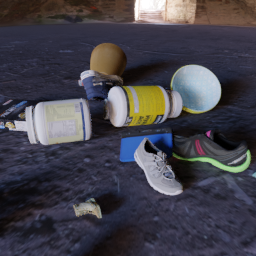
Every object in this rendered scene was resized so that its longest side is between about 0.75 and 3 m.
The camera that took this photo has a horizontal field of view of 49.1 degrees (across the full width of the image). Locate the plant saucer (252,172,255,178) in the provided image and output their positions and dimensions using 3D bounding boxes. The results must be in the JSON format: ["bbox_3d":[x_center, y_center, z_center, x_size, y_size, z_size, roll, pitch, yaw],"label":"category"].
[{"bbox_3d":[4.597,1.300,8.681,1.615,0.153,0.565,-17,31,-28],"label":"plant saucer"}]

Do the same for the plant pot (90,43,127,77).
[{"bbox_3d":[-1.298,-3.367,16.198,2.209,2.209,2.370,3,42,7],"label":"plant pot"}]

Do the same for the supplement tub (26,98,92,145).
[{"bbox_3d":[-2.470,-0.219,10.137,2.142,1.553,1.553,-7,27,-12],"label":"supplement tub"}]

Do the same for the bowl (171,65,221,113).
[{"bbox_3d":[2.984,-1.635,13.035,2.300,2.300,1.237,-4,-16,-8],"label":"bowl"}]

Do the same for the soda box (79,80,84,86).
[{"bbox_3d":[-2.435,-2.712,16.586,0.915,0.291,0.313,-9,28,-16],"label":"soda box"}]

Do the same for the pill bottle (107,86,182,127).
[{"bbox_3d":[0.718,-0.930,11.407,2.837,1.579,1.579,-6,26,-24],"label":"pill bottle"}]

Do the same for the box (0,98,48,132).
[{"bbox_3d":[-4.687,-0.605,12.080,2.236,0.560,2.253,6,27,11],"label":"box"}]

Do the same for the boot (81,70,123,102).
[{"bbox_3d":[-0.989,-1.636,11.928,0.913,1.134,2.510,-21,-11,34],"label":"boot"}]

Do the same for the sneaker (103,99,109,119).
[{"bbox_3d":[-0.578,-1.087,12.837,1.072,0.944,2.405,6,32,-9],"label":"sneaker"}]

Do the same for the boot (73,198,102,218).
[{"bbox_3d":[-1.009,2.069,6.983,0.582,0.271,0.753,-12,23,-25],"label":"boot"}]

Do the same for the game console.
[{"bbox_3d":[0.710,0.588,9.751,1.777,1.051,1.517,-6,-7,14],"label":"game console"}]

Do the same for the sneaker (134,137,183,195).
[{"bbox_3d":[0.856,1.088,8.094,0.754,0.828,2.019,-14,44,-34],"label":"sneaker"}]

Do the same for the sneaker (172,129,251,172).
[{"bbox_3d":[2.493,0.506,9.053,2.818,1.180,1.081,11,28,26],"label":"sneaker"}]
